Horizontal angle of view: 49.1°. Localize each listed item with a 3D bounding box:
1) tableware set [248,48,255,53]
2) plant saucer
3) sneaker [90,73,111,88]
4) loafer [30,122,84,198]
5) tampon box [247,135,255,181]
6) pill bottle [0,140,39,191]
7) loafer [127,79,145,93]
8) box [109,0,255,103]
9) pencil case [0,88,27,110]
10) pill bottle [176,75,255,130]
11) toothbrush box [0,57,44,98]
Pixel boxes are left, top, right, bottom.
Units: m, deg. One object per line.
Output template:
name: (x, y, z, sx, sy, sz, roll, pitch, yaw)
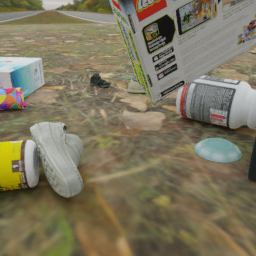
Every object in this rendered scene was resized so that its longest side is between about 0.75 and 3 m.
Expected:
tableware set: (9.003, -4.672, 17.226, 2.345, 0.326, 2.807, -7, 25, -14)
plant saucer: (1.936, 0.415, 6.019, 0.986, 0.190, 0.986, -1, 24, 0)
sneaker: (-1.064, -1.817, 10.633, 0.867, 0.497, 0.332, 15, 30, 25)
loafer: (-1.224, 0.416, 5.213, 0.849, 0.851, 2.433, -16, 29, -21)
tampon box: (3.603, 0.213, 4.820, 2.392, 1.510, 1.793, 16, 28, 31)
pill bottle: (-2.306, 0.659, 4.692, 1.491, 0.815, 0.815, -5, 25, -9)
loafer: (0.701, -1.496, 9.900, 1.437, 0.490, 0.544, -2, 24, -4)
box: (1.294, -1.650, 3.308, 2.926, 1.610, 0.508, -29, 50, -4)
pencil case: (-3.824, -0.797, 8.209, 1.549, 0.685, 0.685, -4, 24, -13)
pill bottle: (2.405, -0.655, 7.169, 2.074, 1.202, 1.202, 16, 29, 30)
toothbrush box: (-4.254, -1.726, 9.711, 1.839, 1.071, 2.512, 3, 23, 6)
